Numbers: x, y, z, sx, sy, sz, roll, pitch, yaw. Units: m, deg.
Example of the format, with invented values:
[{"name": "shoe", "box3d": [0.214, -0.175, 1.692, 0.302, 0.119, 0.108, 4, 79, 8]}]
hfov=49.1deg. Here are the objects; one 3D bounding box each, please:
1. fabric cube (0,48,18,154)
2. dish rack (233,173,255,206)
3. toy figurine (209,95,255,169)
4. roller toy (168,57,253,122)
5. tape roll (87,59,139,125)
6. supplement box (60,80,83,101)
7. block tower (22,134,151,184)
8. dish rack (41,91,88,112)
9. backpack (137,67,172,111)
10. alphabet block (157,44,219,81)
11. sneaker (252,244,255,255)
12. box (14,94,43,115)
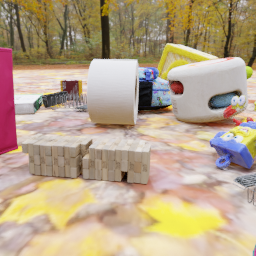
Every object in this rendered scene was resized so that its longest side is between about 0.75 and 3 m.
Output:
[{"name": "fabric cube", "box3d": [-4.214, -0.572, 6.161, 2.444, 2.436, 2.398, 7, 13, 25]}, {"name": "dish rack", "box3d": [2.354, 1.044, 4.240, 1.068, 0.380, 1.392, -4, 13, -20]}, {"name": "toy figurine", "box3d": [2.668, 0.477, 5.753, 1.717, 1.512, 2.866, -34, 22, -13]}, {"name": "roller toy", "box3d": [2.765, -1.283, 9.889, 2.854, 1.994, 2.603, -1, 17, 34]}, {"name": "tape roll", "box3d": [-0.427, -1.167, 9.210, 1.447, 2.107, 2.107, 2, 15, 6]}, {"name": "supplement box", "box3d": [-2.910, -1.967, 14.469, 1.038, 1.024, 0.689, -1, 15, -3]}, {"name": "block tower", "box3d": [-0.773, 0.575, 5.428, 2.403, 0.695, 0.649, 5, 15, 10]}, {"name": "dish rack", "box3d": [-2.401, -1.183, 12.286, 2.291, 0.625, 1.758, 5, 16, 18]}, {"name": "backpack", "box3d": [0.588, -1.632, 11.701, 2.680, 1.803, 2.447, -5, 15, -24]}, {"name": "alphabet block", "box3d": [2.797, -2.636, 13.578, 2.284, 2.296, 2.338, 24, 23, 18]}, {"name": "sneaker", "box3d": [1.651, 1.360, 2.859, 1.105, 0.462, 0.667, -12, 28, -36]}, {"name": "box", "box3d": [-4.853, -1.064, 12.087, 2.034, 0.512, 2.818, -2, 16, -8]}]
